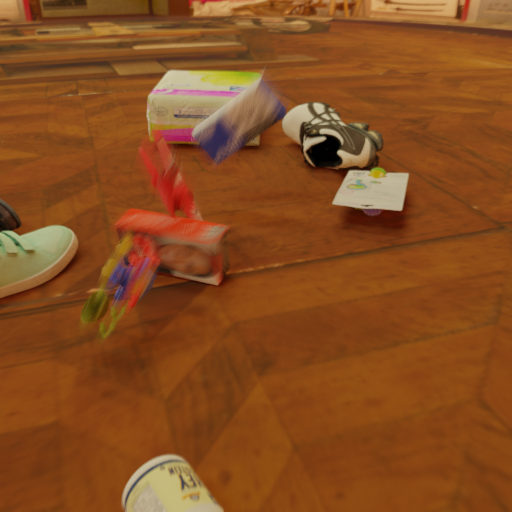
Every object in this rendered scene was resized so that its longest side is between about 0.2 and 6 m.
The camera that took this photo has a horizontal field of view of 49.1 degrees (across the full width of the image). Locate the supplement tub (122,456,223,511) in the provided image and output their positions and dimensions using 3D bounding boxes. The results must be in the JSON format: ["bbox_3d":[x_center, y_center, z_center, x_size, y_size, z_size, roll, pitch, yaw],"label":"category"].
[{"bbox_3d":[-0.746,2.517,5.352,0.749,0.749,1.033,-19,34,-30],"label":"supplement tub"}]

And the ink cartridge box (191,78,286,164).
[{"bbox_3d":[-0.365,-2.712,11.401,1.802,0.847,0.398,-31,27,26],"label":"ink cartridge box"}]

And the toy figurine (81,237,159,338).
[{"bbox_3d":[-1.720,0.488,7.918,0.736,1.394,0.835,35,3,26],"label":"toy figurine"}]

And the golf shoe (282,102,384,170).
[{"bbox_3d":[1.636,-3.202,14.937,1.670,1.375,3.536,-21,34,-33],"label":"golf shoe"}]

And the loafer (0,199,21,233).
[{"bbox_3d":[-5.619,-0.790,11.377,2.303,0.828,0.725,16,49,38],"label":"loafer"}]

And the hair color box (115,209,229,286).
[{"bbox_3d":[-1.439,-0.169,9.748,1.849,0.938,0.566,10,40,17],"label":"hair color box"}]

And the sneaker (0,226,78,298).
[{"bbox_3d":[-4.356,-0.317,9.290,1.145,1.835,3.111,17,32,30],"label":"sneaker"}]

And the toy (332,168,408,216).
[{"bbox_3d":[2.566,-1.305,12.358,1.388,0.569,2.410,6,30,16],"label":"toy"}]

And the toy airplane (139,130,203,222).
[{"bbox_3d":[-1.431,-1.105,9.995,0.520,2.827,2.827,-26,33,-3],"label":"toy airplane"}]

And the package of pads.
[{"bbox_3d":[-1.517,-4.647,17.392,3.334,1.472,4.315,2,28,1],"label":"package of pads"}]
